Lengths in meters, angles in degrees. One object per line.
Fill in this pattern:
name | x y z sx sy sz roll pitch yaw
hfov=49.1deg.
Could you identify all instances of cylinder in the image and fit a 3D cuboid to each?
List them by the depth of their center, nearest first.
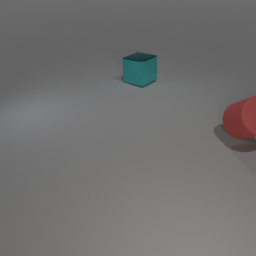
cylinder | 4.331 -0.347 9.954 1.400 1.400 1.400 -6 -5 -9

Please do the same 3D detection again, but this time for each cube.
cube | 0.671 -3.284 15.547 1.400 1.400 1.400 21 38 35
